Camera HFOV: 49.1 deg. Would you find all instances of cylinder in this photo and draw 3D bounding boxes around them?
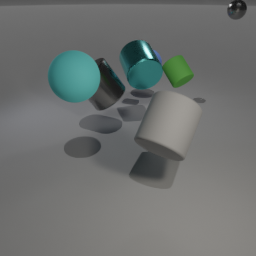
[{"bbox_3d":[-1.034,-1.602,10.322,1.400,1.400,1.400,-29,29,18],"label":"cylinder"},{"bbox_3d":[1.059,-0.040,7.372,1.400,1.400,1.400,17,74,29],"label":"cylinder"},{"bbox_3d":[0.485,-2.449,10.864,1.400,1.400,1.400,-7,47,-13],"label":"cylinder"},{"bbox_3d":[1.474,-1.664,8.281,0.700,0.700,0.700,-19,74,-32],"label":"cylinder"}]

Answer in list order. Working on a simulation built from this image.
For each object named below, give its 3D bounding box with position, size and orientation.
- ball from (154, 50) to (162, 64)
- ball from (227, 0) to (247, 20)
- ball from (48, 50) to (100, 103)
[{"bbox_3d":[0.977,-3.225,13.928,1.400,1.400,1.400,0,27,0],"label":"ball"},{"bbox_3d":[4.095,-4.447,10.530,0.700,0.700,0.700,0,27,0],"label":"ball"},{"bbox_3d":[-1.463,-1.393,7.639,1.400,1.400,1.400,0,27,0],"label":"ball"}]
